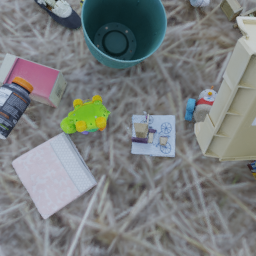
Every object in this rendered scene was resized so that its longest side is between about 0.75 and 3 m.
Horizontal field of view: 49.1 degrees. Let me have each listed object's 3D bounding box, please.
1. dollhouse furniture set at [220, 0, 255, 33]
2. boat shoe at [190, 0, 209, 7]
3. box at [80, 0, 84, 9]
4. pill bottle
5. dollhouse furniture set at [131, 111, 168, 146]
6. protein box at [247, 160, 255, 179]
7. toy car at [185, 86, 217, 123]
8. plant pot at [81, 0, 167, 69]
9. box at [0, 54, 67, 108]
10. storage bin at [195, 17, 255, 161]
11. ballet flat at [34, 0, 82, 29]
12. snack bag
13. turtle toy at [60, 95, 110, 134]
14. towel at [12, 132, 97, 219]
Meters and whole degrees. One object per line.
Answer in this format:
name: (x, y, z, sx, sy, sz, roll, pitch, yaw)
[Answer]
dollhouse furniture set: (4.264, -3.763, 8.726, 1.232, 1.960, 2.216, -27, 81, -6)
boat shoe: (2.373, -5.000, 9.729, 0.620, 0.683, 1.856, -1, 79, -27)
box: (-0.832, -4.709, 9.680, 0.689, 0.459, 1.830, 34, 82, 7)
pill bottle: (-2.656, -0.485, 6.219, 0.715, 0.715, 1.346, 26, 70, 5)
dollhouse furniture set: (0.677, -0.155, 8.207, 1.097, 1.385, 0.983, 6, 74, 7)
protein box: (4.594, 1.333, 8.259, 1.334, 0.907, 1.344, -28, 80, -5)
toy car: (2.479, -0.835, 8.673, 1.167, 1.120, 1.266, 13, 67, 13)
plant pot: (-0.251, -2.868, 8.465, 2.367, 1.900, 2.367, 1, 86, -11)
box: (-2.941, -1.432, 8.697, 1.740, 1.112, 0.948, 18, 79, 4)
storage bin: (3.218, -0.710, 6.199, 2.885, 2.906, 1.362, -1, 46, -11)
ballet flat: (-2.461, -4.113, 9.439, 2.067, 0.755, 0.755, 39, 81, 7)
snack bag: (0.796, 0.244, 8.867, 1.414, 0.151, 1.333, 1, 78, 3)
turtle toy: (-1.312, -0.275, 8.615, 1.593, 0.805, 1.161, -12, 56, -1)
towel: (-2.238, 1.391, 8.554, 1.941, 0.328, 2.032, -33, 80, -6)
